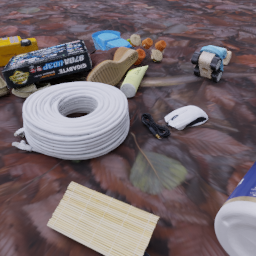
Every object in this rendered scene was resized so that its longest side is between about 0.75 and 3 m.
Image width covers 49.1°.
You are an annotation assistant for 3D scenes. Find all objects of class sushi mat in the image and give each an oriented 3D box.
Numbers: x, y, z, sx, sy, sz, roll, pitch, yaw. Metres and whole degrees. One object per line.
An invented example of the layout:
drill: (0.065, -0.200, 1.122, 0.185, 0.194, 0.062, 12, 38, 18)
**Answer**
sushi mat: (-0.532, 1.786, 5.365, 2.101, 0.127, 1.005, 15, 67, 26)

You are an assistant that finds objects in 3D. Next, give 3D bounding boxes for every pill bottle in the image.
pill bottle: (2.997, 1.312, 5.375, 1.563, 1.563, 2.814, 28, 45, 32)

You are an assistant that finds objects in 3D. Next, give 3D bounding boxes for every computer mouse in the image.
computer mouse: (1.509, -0.314, 8.409, 2.045, 0.449, 1.121, -18, 40, -21)

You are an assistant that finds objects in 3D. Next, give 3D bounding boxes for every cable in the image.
cable: (-1.429, -0.356, 7.969, 2.991, 1.036, 2.992, 14, 40, 17)

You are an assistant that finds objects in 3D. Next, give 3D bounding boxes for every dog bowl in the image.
dog bowl: (-0.669, -3.809, 12.840, 1.383, 0.615, 2.481, -24, 44, -27)

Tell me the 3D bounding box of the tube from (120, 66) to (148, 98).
tube: (0.197, -1.837, 10.344, 0.626, 0.560, 2.156, 26, 35, -3)

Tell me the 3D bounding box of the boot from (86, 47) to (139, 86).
boot: (-1.140, -2.377, 10.986, 2.274, 0.989, 2.734, 13, 43, 41)

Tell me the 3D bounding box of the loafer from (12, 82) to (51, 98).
loafer: (-3.286, -1.381, 9.741, 1.484, 0.507, 0.562, 1, 34, -2)

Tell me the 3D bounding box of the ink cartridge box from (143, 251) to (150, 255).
ink cartridge box: (0.225, 2.677, 4.708, 0.973, 0.211, 0.964, -32, 48, -33)

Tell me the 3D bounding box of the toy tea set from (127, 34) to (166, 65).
toy tea set: (0.797, -3.285, 12.071, 1.968, 0.728, 1.170, -3, 78, -30)

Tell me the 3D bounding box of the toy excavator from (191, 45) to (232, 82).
toy excavator: (3.483, -2.718, 10.949, 1.007, 1.960, 2.015, 26, 73, 31)

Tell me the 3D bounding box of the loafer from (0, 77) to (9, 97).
loafer: (-4.965, -1.711, 10.024, 0.784, 0.695, 2.062, -31, 47, -34)

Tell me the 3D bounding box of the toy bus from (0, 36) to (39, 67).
toy bus: (-5.263, -3.188, 11.787, 2.833, 0.922, 1.109, -16, 39, -19)

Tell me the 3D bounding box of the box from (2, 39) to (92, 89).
box: (-2.873, -2.412, 10.223, 2.906, 0.669, 2.310, -16, 29, -6)
